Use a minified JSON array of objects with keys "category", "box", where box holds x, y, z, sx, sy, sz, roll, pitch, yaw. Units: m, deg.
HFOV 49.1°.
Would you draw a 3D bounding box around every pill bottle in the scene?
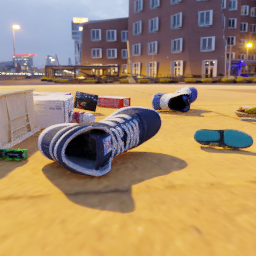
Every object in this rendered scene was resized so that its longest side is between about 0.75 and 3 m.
[{"category":"pill bottle","box":[-1.547,-0.349,9.789,0.776,0.438,0.438,7,13,31]}]

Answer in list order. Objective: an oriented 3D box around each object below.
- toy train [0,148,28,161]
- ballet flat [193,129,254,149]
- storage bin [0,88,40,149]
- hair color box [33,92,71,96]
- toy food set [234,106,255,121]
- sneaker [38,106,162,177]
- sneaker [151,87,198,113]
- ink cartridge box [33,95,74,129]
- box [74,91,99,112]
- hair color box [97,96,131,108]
[{"category":"toy train","box":[-2.669,0.519,5.773,1.250,0.261,0.352,2,1,9]},{"category":"ballet flat","box":[2.243,0.263,6.655,1.332,0.494,0.494,10,13,18]},{"category":"storage bin","box":[-4.139,-0.291,7.189,2.831,1.326,2.810,1,12,1]},{"category":"hair color box","box":[-4.160,-1.155,12.773,2.811,0.911,1.536,2,13,17]},{"category":"toy food set","box":[5.460,-0.776,11.585,2.044,0.594,2.961,3,11,15]},{"category":"sneaker","box":[-0.230,0.187,5.445,2.749,0.963,1.491,-13,10,-25]},{"category":"sneaker","box":[2.586,-1.251,13.335,2.660,1.075,1.536,-16,21,-33]},{"category":"ink cartridge box","box":[-2.850,-0.612,9.793,1.661,0.938,2.263,-1,11,-3]},{"category":"box","box":[-1.900,-1.193,12.661,1.029,0.629,0.546,10,41,-7]},{"category":"hair color box","box":[-0.798,-1.426,15.187,1.737,0.532,0.882,9,14,36]}]
